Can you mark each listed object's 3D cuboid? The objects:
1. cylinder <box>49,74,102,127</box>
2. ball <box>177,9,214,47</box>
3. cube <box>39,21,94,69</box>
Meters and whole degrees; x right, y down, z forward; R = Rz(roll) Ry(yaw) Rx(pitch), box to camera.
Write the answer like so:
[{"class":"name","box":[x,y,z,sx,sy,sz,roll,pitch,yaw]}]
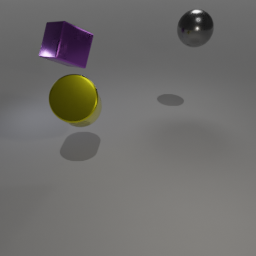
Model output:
[{"class":"cylinder","box":[-1.546,-0.780,8.530,1.400,1.400,1.400,-1,-5,-1]},{"class":"ball","box":[2.614,-3.864,10.897,1.400,1.400,1.400,0,29,0]},{"class":"cube","box":[-2.445,-3.270,11.092,1.400,1.400,1.400,10,6,-45]}]
